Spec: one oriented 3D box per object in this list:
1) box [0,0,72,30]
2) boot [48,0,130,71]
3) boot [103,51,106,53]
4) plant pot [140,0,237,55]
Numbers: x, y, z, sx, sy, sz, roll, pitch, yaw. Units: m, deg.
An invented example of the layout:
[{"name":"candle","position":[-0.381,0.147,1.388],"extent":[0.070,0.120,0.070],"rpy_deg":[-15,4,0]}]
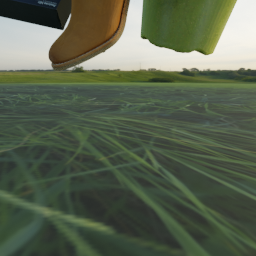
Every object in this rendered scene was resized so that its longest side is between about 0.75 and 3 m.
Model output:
[{"name":"box","position":[-2.234,-3.200,6.627],"extent":[1.840,1.298,0.725],"rpy_deg":[14,-19,6]},{"name":"boot","position":[-0.673,-2.434,4.126],"extent":[2.861,2.221,1.097],"rpy_deg":[-39,36,9]},{"name":"boot","position":[-0.879,-2.336,7.822],"extent":[0.337,0.922,0.694],"rpy_deg":[-37,-40,23]},{"name":"plant pot","position":[1.306,-2.877,5.783],"extent":[2.581,2.373,2.581],"rpy_deg":[9,26,-4]}]
